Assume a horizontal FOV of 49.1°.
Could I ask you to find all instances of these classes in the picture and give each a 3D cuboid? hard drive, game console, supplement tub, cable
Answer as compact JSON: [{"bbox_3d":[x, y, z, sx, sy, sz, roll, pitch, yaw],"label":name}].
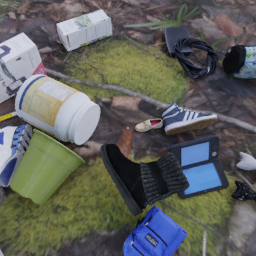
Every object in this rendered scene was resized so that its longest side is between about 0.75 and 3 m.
[{"bbox_3d":[2.506,-4.334,14.058,1.234,0.387,1.830,-3,58,-2],"label":"hard drive"},{"bbox_3d":[2.590,1.382,10.108,1.942,1.658,1.149,-13,32,-8],"label":"game console"},{"bbox_3d":[-2.670,-0.688,10.829,2.762,1.994,1.994,26,62,15],"label":"supplement tub"},{"bbox_3d":[3.189,-3.470,13.173,1.876,0.584,2.299,-26,73,-12],"label":"cable"}]

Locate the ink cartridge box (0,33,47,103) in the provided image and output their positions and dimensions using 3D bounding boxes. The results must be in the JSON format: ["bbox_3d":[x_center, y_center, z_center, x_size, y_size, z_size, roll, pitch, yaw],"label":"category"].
[{"bbox_3d":[-5.108,-2.474,11.972,2.693,1.950,1.136,-37,65,-20],"label":"ink cartridge box"}]

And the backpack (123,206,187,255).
[{"bbox_3d":[0.691,3.470,8.559,1.478,1.526,1.819,36,68,26],"label":"backpack"}]

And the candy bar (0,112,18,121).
[{"bbox_3d":[-4.987,-0.511,11.842,1.016,0.113,0.253,-21,61,-13],"label":"candy bar"}]

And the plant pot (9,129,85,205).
[{"bbox_3d":[-2.932,1.467,9.696,2.135,2.135,2.027,27,75,16],"label":"plant pot"}]

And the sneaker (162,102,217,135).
[{"bbox_3d":[2.454,-0.526,11.469,2.195,0.769,1.191,-13,61,-4],"label":"sneaker"}]

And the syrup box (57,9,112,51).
[{"bbox_3d":[-2.151,-4.912,14.033,2.537,1.033,0.999,-26,59,-15],"label":"syrup box"}]

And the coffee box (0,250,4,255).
[{"bbox_3d":[-4.616,3.949,8.716,1.002,0.698,1.752,-38,65,-21],"label":"coffee box"}]

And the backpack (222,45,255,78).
[{"bbox_3d":[5.682,-2.953,12.490,2.226,1.816,1.711,-14,80,-8],"label":"backpack"}]

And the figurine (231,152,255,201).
[{"bbox_3d":[4.798,1.873,9.996,1.960,0.865,2.008,13,58,13],"label":"figurine"}]

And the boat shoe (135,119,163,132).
[{"bbox_3d":[0.862,-0.168,11.456,1.159,0.401,0.427,-13,59,-8],"label":"boat shoe"}]

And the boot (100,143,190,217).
[{"bbox_3d":[0.498,1.234,9.158,2.076,1.045,2.776,-33,65,3],"label":"boot"}]

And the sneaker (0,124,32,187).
[{"bbox_3d":[-4.745,0.913,10.513,1.500,1.049,2.597,5,51,8],"label":"sneaker"}]
